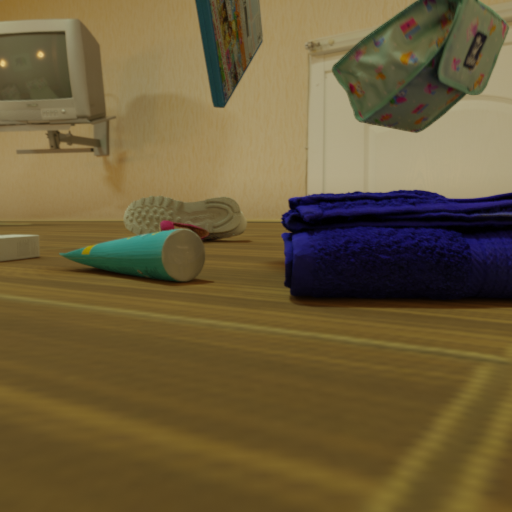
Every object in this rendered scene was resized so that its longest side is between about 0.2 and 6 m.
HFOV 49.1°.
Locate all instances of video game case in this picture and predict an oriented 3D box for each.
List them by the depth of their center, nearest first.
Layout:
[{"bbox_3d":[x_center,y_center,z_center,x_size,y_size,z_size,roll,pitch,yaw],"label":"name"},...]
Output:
[{"bbox_3d":[-0.332,-3.487,8.344,0.200,1.609,2.248,7,46,14],"label":"video game case"}]

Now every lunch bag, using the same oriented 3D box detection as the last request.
[{"bbox_3d":[2.503,-2.833,8.136,1.777,1.272,2.087,-4,-24,-47],"label":"lunch bag"}]

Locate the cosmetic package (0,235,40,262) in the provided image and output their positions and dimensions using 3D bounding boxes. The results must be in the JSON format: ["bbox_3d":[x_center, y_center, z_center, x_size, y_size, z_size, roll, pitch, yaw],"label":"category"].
[{"bbox_3d":[-3.763,-0.119,8.345,0.507,0.356,1.000,2,5,19],"label":"cosmetic package"}]

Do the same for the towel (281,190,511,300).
[{"bbox_3d":[2.253,-0.221,5.570,4.005,0.992,2.958,0,5,4],"label":"towel"}]

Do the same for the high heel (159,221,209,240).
[{"bbox_3d":[-1.548,-0.500,12.068,0.789,0.554,1.645,-10,-10,6],"label":"high heel"}]

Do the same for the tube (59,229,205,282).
[{"bbox_3d":[-1.413,0.014,6.367,0.817,0.532,2.109,13,-10,-42],"label":"tube"}]

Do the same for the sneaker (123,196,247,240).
[{"bbox_3d":[-1.733,-0.780,13.677,2.990,1.142,1.203,3,-10,9],"label":"sneaker"}]
